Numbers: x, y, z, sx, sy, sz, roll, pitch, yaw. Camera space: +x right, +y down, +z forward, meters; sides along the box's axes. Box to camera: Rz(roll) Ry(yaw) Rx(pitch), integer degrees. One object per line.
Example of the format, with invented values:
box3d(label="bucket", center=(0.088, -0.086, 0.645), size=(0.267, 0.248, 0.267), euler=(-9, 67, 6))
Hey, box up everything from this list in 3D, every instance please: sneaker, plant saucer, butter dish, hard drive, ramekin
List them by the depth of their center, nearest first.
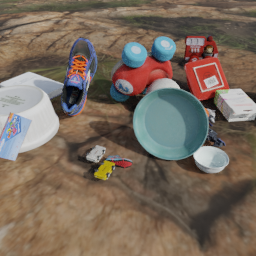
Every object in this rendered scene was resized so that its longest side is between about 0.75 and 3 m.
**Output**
box3d(label="plant saucer", center=(1.275, -0.139, 8.442), size=(2.247, 2.247, 0.404), euler=(11, 20, 15))
box3d(label="sneaker", center=(-0.267, 0.966, 8.567), size=(0.856, 0.339, 0.409), euler=(5, 33, 7))
box3d(label="ramekin", center=(-3.920, -0.443, 9.739), size=(2.827, 1.316, 2.827), euler=(-1, 35, 0))
box3d(label="sneaker", center=(-1.787, -1.792, 10.151), size=(1.101, 2.922, 1.146), euler=(9, 10, -5))
box3d(label="butter dish", center=(3.223, -2.001, 12.182), size=(1.707, 1.702, 1.262), euler=(-16, -7, -16))
box3d(label="hard drive", center=(-4.275, -1.849, 12.673), size=(2.564, 0.325, 1.691), euler=(22, 40, 29))

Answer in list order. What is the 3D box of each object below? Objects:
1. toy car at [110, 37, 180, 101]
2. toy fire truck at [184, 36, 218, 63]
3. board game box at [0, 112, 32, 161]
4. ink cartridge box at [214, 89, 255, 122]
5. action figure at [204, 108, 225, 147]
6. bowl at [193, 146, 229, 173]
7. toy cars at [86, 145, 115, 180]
box3d(label="toy car", center=(0.969, -1.456, 10.854), size=(2.561, 2.668, 2.895), euler=(-18, 67, -24))
box3d(label="toy fire truck", center=(3.905, -4.122, 14.922), size=(1.827, 1.534, 1.024), euler=(1, 34, 1))
box3d(label="board game box", center=(-2.750, 0.216, 6.676), size=(0.105, 1.075, 0.553), euler=(17, -7, 43))
box3d(label="ink cartridge box", center=(4.231, -0.816, 10.895), size=(1.098, 0.631, 1.874), euler=(-4, 35, -5))
box3d(label="action figure", center=(2.283, -0.036, 9.428), size=(1.957, 1.058, 2.023), euler=(-31, 39, -21))
box3d(label="bowl", center=(2.447, 1.023, 8.372), size=(1.017, 0.457, 1.017), euler=(0, 35, 0))
box3d(label="toy cars", center=(-0.839, 1.082, 8.401), size=(0.734, 0.362, 1.637), euler=(-4, 30, -23))
